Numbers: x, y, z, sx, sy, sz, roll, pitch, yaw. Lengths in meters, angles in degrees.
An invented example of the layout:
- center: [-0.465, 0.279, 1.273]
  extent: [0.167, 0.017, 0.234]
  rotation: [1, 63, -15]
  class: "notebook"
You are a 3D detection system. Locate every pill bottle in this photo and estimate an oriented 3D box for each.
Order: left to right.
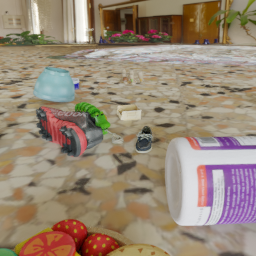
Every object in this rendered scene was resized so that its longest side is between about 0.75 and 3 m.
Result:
- center: [2.139, 0.907, 5.008]
  extent: [2.737, 1.525, 1.525]
  rotation: [0, 21, -4]
  class: "pill bottle"

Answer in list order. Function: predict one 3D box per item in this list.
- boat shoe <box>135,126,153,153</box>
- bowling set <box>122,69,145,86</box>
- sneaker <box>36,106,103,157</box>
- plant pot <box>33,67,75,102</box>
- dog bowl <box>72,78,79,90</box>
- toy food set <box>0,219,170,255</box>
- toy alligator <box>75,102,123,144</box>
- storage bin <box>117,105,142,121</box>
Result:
- center: [0.496, 0.316, 8.113]
  extent: [0.497, 0.411, 1.328]
  rotation: [5, 21, 13]
  class: "boat shoe"
- center: [0.046, -2.704, 15.824]
  extent: [1.534, 0.823, 1.067]
  rotation: [18, 46, 36]
  class: "bowling set"
- center: [-1.735, -0.039, 8.266]
  extent: [1.346, 0.974, 2.755]
  rotation: [-18, 29, -37]
  class: "sneaker"
- center: [-3.262, -2.036, 12.641]
  extent: [1.851, 1.240, 1.851]
  rotation: [11, 20, -4]
  class: "plant pot"
- center: [-3.233, -2.358, 15.033]
  extent: [1.209, 0.476, 1.209]
  rotation: [0, 21, 0]
  class: "dog bowl"
- center: [-0.730, 1.993, 3.470]
  extent: [2.405, 0.585, 2.380]
  rotation: [20, 28, 40]
  class: "toy food set"
- center: [-1.095, -0.322, 9.229]
  extent: [0.878, 0.803, 2.961]
  rotation: [-16, 26, -36]
  class: "toy alligator"
- center: [0.032, -0.588, 10.553]
  extent: [0.778, 0.367, 0.784]
  rotation: [-4, 22, -13]
  class: "storage bin"
